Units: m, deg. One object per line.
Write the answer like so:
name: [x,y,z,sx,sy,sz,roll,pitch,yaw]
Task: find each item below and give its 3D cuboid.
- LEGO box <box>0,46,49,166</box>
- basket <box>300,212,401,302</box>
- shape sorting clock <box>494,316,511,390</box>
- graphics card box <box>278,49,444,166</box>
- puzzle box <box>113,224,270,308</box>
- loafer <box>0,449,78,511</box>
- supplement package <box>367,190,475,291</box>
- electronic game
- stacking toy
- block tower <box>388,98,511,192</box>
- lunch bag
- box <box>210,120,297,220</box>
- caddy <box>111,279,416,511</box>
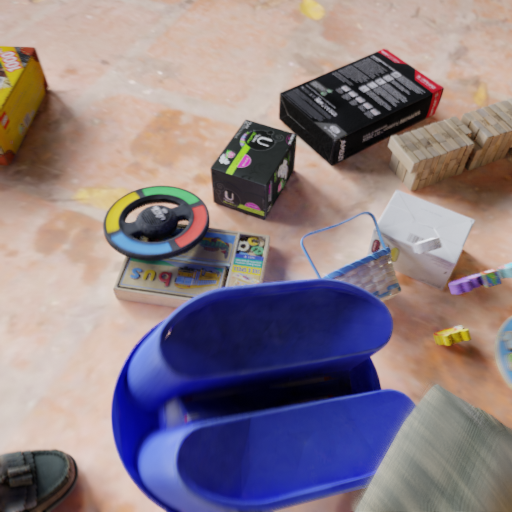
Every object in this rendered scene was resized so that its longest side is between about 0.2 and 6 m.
LEGO box: [-6.189,-3.396,12.414,2.138,1.108,2.871,3,52,2]
basket: [1.630,0.153,9.538,1.378,1.087,1.562,-20,85,-5]
shape sorting clock: [4.808,1.676,8.923,1.945,0.382,1.945,1,51,-1]
graphics card box: [2.334,-3.429,12.635,3.190,0.811,2.001,-29,58,-22]
puzzle box: [-1.115,0.192,10.135,2.548,0.324,1.695,7,53,5]
loafer: [-3.822,3.244,7.421,2.757,0.867,0.991,-16,54,-12]
supplement package: [2.963,-0.294,10.182,1.503,0.834,1.171,25,56,18]
electronic game: [-1.826,-0.640,10.292,1.941,0.404,1.941,0,45,0]
stacking toy: [3.803,0.340,9.011,2.291,0.538,1.727,-16,90,10]
block tower: [4.324,-2.346,11.754,3.272,0.946,0.884,-19,55,-16]
lunch bag: [2.098,2.479,5.877,1.495,1.242,1.782,32,51,16]
box: [-0.029,-1.738,11.207,1.199,1.003,1.614,19,54,14]
caddy: [0.145,1.896,7.550,4.030,2.115,2.849,-4,68,-22]
